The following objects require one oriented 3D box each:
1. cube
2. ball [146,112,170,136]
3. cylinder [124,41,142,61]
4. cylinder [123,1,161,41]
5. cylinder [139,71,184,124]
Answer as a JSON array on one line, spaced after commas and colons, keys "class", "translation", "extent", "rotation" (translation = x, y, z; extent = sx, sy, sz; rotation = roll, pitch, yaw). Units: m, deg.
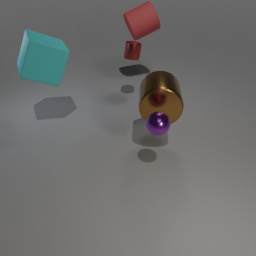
[{"class": "cube", "translation": [-3.124, -2.556, 10.234], "extent": [1.400, 1.400, 1.400], "rotation": [9, 27, -31]}, {"class": "ball", "translation": [0.872, -0.125, 8.098], "extent": [0.700, 0.700, 0.700], "rotation": [0, 33, 0]}, {"class": "cylinder", "translation": [0.208, -3.390, 12.262], "extent": [0.700, 0.700, 0.700], "rotation": [7, 27, -4]}, {"class": "cylinder", "translation": [0.680, -5.237, 13.742], "extent": [1.400, 1.400, 1.400], "rotation": [-26, 35, 3]}, {"class": "cylinder", "translation": [1.079, -0.999, 9.327], "extent": [1.400, 1.400, 1.400], "rotation": [2, 34, 3]}]
